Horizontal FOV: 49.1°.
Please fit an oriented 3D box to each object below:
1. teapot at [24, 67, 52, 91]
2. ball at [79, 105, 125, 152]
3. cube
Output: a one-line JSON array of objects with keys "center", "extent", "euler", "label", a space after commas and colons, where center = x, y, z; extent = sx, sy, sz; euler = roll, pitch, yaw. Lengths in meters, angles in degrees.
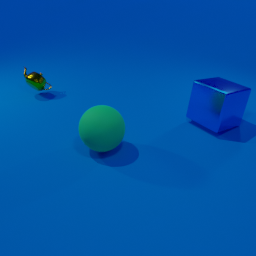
[{"center": [-3.420, -1.803, 10.407], "extent": [1.261, 0.784, 0.617], "euler": [32, 76, -10], "label": "teapot"}, {"center": [-0.682, 0.013, 7.374], "extent": [1.223, 1.223, 1.223], "euler": [0, 31, 0], "label": "ball"}, {"center": [2.725, -0.750, 8.531], "extent": [1.229, 1.229, 1.229], "euler": [-13, 33, -35], "label": "cube"}]
